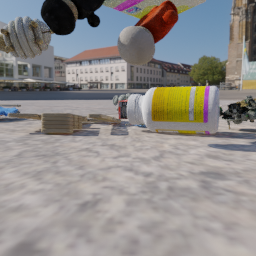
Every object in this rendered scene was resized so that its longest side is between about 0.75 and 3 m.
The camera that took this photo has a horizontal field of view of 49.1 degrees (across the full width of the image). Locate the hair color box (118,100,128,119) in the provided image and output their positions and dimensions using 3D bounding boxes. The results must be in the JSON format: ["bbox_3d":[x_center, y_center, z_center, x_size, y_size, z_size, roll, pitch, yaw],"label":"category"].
[{"bbox_3d":[-0.039,-0.723,10.621,0.398,0.660,1.299,2,6,11],"label":"hair color box"}]

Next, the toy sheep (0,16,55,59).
[{"bbox_3d":[-3.359,-3.025,9.377,2.197,1.514,1.514,-11,8,-5],"label":"toy sheep"}]

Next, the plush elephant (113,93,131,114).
[{"bbox_3d":[-0.154,-1.122,12.833,0.984,0.925,1.195,3,7,24],"label":"plush elephant"}]

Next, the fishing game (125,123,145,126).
[{"bbox_3d":[0.540,-0.127,7.689,1.170,0.182,0.838,2,4,15],"label":"fishing game"}]

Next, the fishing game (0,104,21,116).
[{"bbox_3d":[-4.794,-0.464,9.675,1.970,0.428,2.751,0,14,-3],"label":"fishing game"}]

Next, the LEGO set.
[{"bbox_3d":[3.094,-0.360,6.286,1.867,0.815,2.875,-15,12,-15],"label":"LEGO set"}]

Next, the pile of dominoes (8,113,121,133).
[{"bbox_3d":[-1.483,-0.086,7.437,2.208,0.451,2.833,0,-1,9],"label":"pile of dominoes"}]

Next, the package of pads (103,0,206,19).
[{"bbox_3d":[0.899,-4.258,8.612,2.242,0.990,2.902,-10,-1,38],"label":"package of pads"}]

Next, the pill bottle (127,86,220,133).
[{"bbox_3d":[1.029,-0.419,6.412,2.000,1.043,1.043,2,7,20],"label":"pill bottle"}]

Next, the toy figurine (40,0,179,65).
[{"bbox_3d":[-0.242,-2.701,4.973,2.627,2.586,1.828,27,53,9],"label":"toy figurine"}]
